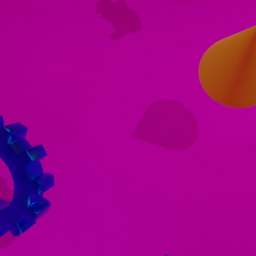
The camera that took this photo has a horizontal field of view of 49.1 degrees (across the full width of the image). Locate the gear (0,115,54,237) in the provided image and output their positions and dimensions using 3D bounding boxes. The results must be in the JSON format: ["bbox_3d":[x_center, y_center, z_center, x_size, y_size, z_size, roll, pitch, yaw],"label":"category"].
[{"bbox_3d":[-2.296,0.852,4.888,2.097,0.388,2.097,5,103,20],"label":"gear"}]

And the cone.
[{"bbox_3d":[2.166,-1.381,5.065,1.620,1.626,1.620,-3,75,10],"label":"cone"}]

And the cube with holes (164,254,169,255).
[{"bbox_3d":[0.781,2.183,3.508,0.731,0.731,0.731,39,65,-18],"label":"cube with holes"}]
